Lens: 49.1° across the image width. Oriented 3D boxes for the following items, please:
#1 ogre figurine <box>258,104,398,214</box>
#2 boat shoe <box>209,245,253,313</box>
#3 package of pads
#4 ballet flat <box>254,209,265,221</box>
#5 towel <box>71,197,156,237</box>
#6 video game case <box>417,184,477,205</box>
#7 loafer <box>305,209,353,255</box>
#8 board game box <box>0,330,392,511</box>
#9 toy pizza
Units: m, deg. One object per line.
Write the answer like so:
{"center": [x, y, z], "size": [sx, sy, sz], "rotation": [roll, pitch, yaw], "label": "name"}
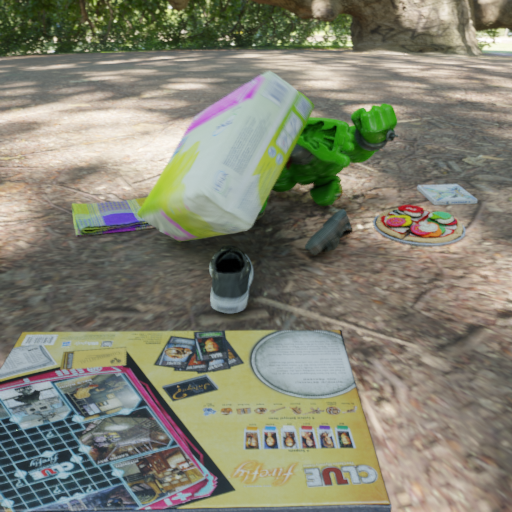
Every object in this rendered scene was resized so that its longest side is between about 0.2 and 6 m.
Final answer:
{"center": [1.252, -2.391, 13.542], "size": [2.320, 4.728, 2.835], "rotation": [55, 27, 9], "label": "ogre figurine"}
{"center": [-0.451, 0.226, 10.422], "size": [0.855, 0.705, 2.492], "rotation": [1, 21, -4], "label": "boat shoe"}
{"center": [-0.810, -1.743, 11.109], "size": [1.267, 2.870, 3.715], "rotation": [34, -18, -23], "label": "package of pads"}
{"center": [-0.626, -1.090, 13.291], "size": [1.656, 0.585, 0.585], "rotation": [5, 24, -17], "label": "ballet flat"}
{"center": [-3.148, -1.054, 13.651], "size": [2.528, 0.288, 1.815], "rotation": [-9, 28, -18], "label": "towel"}
{"center": [5.103, -1.658, 15.043], "size": [1.157, 0.140, 1.269], "rotation": [-2, 26, -5], "label": "video game case"}
{"center": [1.654, -0.432, 11.985], "size": [0.674, 0.590, 1.877], "rotation": [-35, 6, 37], "label": "loafer"}
{"center": [-1.003, 2.052, 6.737], "size": [4.531, 0.784, 3.070], "rotation": [0, 26, -1], "label": "board game box"}
{"center": [3.783, -0.775, 13.020], "size": [2.092, 0.332, 2.092], "rotation": [0, 26, 0], "label": "toy pizza"}
